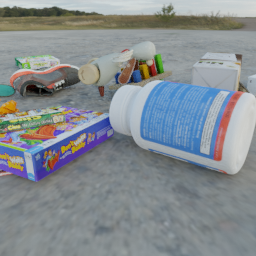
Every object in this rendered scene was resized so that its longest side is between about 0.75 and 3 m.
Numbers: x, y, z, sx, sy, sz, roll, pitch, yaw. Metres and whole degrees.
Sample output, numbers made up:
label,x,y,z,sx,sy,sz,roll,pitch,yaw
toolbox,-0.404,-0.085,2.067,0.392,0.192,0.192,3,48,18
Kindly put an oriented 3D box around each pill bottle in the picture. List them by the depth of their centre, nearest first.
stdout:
label,x,y,z,sx,sy,sz,roll,pitch,yaw
pill bottle,1.024,-0.160,5.807,2.770,1.555,1.555,15,27,32

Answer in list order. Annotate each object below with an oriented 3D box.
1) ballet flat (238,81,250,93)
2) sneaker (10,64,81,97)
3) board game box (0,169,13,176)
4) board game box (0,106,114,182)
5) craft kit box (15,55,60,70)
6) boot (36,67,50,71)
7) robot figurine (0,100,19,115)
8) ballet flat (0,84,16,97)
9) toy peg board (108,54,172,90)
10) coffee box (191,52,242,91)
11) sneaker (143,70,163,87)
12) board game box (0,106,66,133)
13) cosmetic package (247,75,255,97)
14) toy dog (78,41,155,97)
label,x,y,z,sx,sy,sz,roll,pitch,yaw
ballet flat,3.635,-1.664,10.593,0.650,0.945,2.806,-42,26,10
sneaker,-2.802,-1.561,10.296,2.726,1.050,1.116,-16,55,-32
board game box,-2.149,0.742,5.552,0.933,0.091,0.480,-7,24,-17
board game box,-1.674,0.178,6.096,1.669,0.556,2.482,10,23,28
craft kit box,-5.014,-3.627,15.441,1.996,0.490,2.021,-10,25,-29
boot,-3.140,-2.205,11.976,1.703,0.577,1.112,-11,31,-22
robot figurine,-4.190,-0.123,6.514,2.097,0.842,2.892,26,33,34
ballet flat,-4.745,-1.350,10.052,1.409,0.479,0.474,-4,15,-12
toy peg board,0.340,-2.044,10.085,1.717,0.843,1.725,-26,20,-32
coffee box,2.616,-1.223,8.204,1.141,1.636,2.861,9,25,20
sneaker,0.981,-1.961,11.173,0.595,0.650,1.525,14,29,21
board game box,-2.265,-0.181,6.029,1.631,0.191,0.854,-12,25,-28
cosmetic package,5.324,-1.654,10.438,1.915,0.682,0.971,-19,30,-38
toy dog,-0.341,-1.772,8.975,2.593,1.249,1.710,-3,28,40
